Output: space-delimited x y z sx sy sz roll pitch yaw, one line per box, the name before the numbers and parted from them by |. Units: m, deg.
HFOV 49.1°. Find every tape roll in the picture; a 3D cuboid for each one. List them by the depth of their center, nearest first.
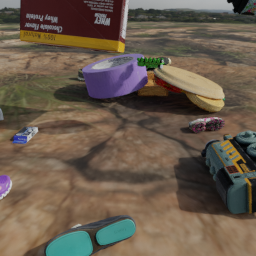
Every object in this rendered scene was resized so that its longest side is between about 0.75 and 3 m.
tape roll | -0.460 -1.959 10.345 2.294 0.975 2.294 -11 25 5

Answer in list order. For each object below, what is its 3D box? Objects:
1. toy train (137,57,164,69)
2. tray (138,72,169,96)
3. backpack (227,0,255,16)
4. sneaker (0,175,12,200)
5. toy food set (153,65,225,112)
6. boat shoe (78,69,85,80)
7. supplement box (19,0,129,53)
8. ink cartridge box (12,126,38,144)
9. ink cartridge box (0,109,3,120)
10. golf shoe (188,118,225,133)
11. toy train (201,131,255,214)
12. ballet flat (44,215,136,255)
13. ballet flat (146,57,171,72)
toy train | 0.689 -2.045 8.798 0.239 0.323 1.144 -20 26 -34
tray | 0.937 -1.792 11.207 1.114 0.418 2.259 0 24 1
backpack | 2.613 -2.938 5.791 0.738 0.981 0.871 -5 58 -7
sneaker | -2.559 1.078 4.863 0.461 0.506 1.145 14 27 30
toy food set | 2.100 -1.459 9.660 2.639 0.642 2.612 23 23 10
boat shoe | -1.568 -2.289 12.214 1.512 0.452 0.540 14 28 28
supplement box | -1.195 -3.189 6.908 2.365 2.398 1.592 7 14 2
ink cartridge box | -2.666 0.174 7.253 0.376 0.148 0.755 3 26 5
ink cartridge box | -4.495 -0.442 8.459 1.117 0.330 1.396 -16 23 -29
golf shoe | 2.150 -0.138 7.659 1.004 0.364 0.462 -6 25 -13
toy train | 2.139 0.740 5.262 1.187 0.887 2.082 -9 25 3
ballet flat | -0.520 1.551 4.004 1.300 0.475 0.475 -14 27 -14
ballet flat | 1.264 -2.979 13.726 2.370 0.788 0.673 -21 72 -35
